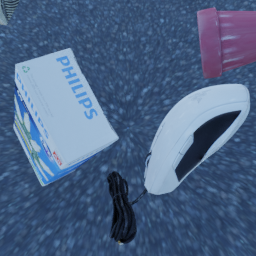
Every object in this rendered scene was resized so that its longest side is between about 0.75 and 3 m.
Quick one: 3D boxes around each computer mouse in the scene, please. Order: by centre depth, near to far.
[{"bbox_3d":[0.492,0.350,3.962,0.601,2.741,1.503,34,20,-14],"label":"computer mouse"}]

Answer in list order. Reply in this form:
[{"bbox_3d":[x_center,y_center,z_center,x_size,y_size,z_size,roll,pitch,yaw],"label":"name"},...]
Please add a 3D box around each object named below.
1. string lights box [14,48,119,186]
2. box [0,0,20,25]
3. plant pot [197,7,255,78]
[{"bbox_3d":[-1.203,0.053,4.575,0.790,2.680,1.377,-26,85,-27],"label":"string lights box"},{"bbox_3d":[-2.157,-2.539,4.892,0.470,0.565,1.375,16,76,17],"label":"box"},{"bbox_3d":[2.016,-1.693,5.436,1.193,1.333,1.333,-5,58,17],"label":"plant pot"}]
